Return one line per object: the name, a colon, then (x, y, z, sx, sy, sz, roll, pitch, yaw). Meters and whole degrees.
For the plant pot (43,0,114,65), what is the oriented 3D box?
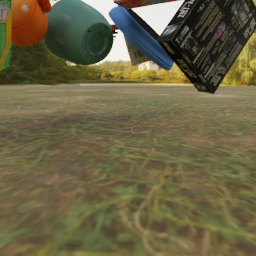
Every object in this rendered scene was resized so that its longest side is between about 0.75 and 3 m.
plant pot: (-1.440, -2.951, 9.009, 2.029, 2.029, 1.628, -10, 36, -43)

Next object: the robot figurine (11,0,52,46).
robot figurine: (-3.032, -3.090, 7.594, 1.675, 1.358, 2.329, 10, -6, 1)

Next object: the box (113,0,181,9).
box: (0.714, -4.030, 7.609, 2.160, 1.108, 1.023, -1, 11, 22)

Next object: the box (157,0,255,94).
box: (1.401, -1.625, 4.592, 1.340, 1.673, 0.364, 38, -8, -35)

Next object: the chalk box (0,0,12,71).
chalk box: (-3.513, -2.394, 5.806, 1.535, 2.480, 1.543, 33, 44, 11)

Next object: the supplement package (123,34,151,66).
supplement package: (0.334, -2.853, 9.730, 0.775, 0.777, 1.325, -15, 39, 4)

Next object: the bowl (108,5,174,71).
bowl: (0.591, -3.227, 9.788, 2.905, 0.570, 2.905, 37, 23, -19)

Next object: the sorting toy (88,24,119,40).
sorting toy: (-1.091, -3.647, 10.828, 1.594, 0.654, 0.958, 1, 23, 4)
